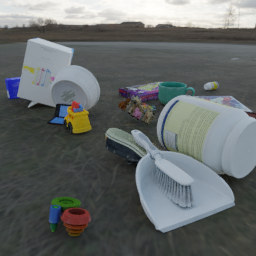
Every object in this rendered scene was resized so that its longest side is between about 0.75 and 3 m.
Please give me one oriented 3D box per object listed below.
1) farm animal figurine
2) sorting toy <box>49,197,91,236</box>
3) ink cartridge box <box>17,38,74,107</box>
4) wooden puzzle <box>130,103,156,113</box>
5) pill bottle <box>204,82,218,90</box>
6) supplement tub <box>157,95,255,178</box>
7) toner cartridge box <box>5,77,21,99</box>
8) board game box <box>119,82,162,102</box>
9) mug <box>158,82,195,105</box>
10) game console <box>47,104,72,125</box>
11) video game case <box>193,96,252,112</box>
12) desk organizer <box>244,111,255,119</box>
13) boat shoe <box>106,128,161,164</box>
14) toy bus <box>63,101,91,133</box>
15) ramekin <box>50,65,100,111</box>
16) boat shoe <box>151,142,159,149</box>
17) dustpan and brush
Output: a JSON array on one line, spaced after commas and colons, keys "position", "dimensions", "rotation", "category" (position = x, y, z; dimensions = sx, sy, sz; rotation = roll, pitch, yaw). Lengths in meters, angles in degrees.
[{"position": [0.407, -0.722, 10.537], "dimensions": [1.405, 0.733, 1.390], "rotation": [33, -1, 6], "category": "farm animal figurine"}, {"position": [-1.182, 1.739, 5.421], "dimensions": [0.690, 0.471, 1.148], "rotation": [5, 4, -30], "category": "sorting toy"}, {"position": [-3.764, -2.387, 12.836], "dimensions": [1.809, 2.889, 1.857], "rotation": [15, 19, -11], "category": "ink cartridge box"}, {"position": [0.695, -0.875, 12.232], "dimensions": [1.253, 0.088, 0.743], "rotation": [-16, 32, -39], "category": "wooden puzzle"}, {"position": [4.626, -2.337, 15.620], "dimensions": [0.757, 0.421, 0.421], "rotation": [-11, 24, -26], "category": "pill bottle"}, {"position": [2.135, 0.172, 7.458], "dimensions": [1.730, 1.730, 2.386], "rotation": [-15, 26, -34], "category": "supplement tub"}, {"position": [-5.130, -2.138, 14.373], "dimensions": [2.048, 0.973, 0.442], "rotation": [-14, 26, -33], "category": "toner cartridge box"}, {"position": [1.194, -1.947, 14.699], "dimensions": [2.915, 0.471, 1.749], "rotation": [-15, 30, -33], "category": "board game box"}, {"position": [2.110, -1.502, 12.804], "dimensions": [1.245, 0.937, 1.515], "rotation": [-16, 27, -36], "category": "mug"}, {"position": [-2.502, -0.529, 10.847], "dimensions": [1.018, 0.877, 0.604], "rotation": [7, -4, 15], "category": "game console"}, {"position": [3.959, -1.003, 12.448], "dimensions": [2.160, 0.272, 2.371], "rotation": [0, 22, -2], "category": "video game case"}, {"position": [3.192, -0.118, 9.399], "dimensions": [2.498, 0.896, 0.962], "rotation": [15, 29, 34], "category": "desk organizer"}, {"position": [0.223, 0.693, 7.718], "dimensions": [2.054, 0.639, 0.766], "rotation": [26, 24, 20], "category": "boat shoe"}, {"position": [-1.859, -0.455, 9.970], "dimensions": [0.769, 1.087, 1.133], "rotation": [-15, 25, -30], "category": "toy bus"}, {"position": [-2.212, -1.435, 11.414], "dimensions": [2.014, 2.014, 0.938], "rotation": [5, 35, 13], "category": "ramekin"}, {"position": [0.774, 0.624, 8.289], "dimensions": [0.321, 0.320, 0.866], "rotation": [4, 21, -6], "category": "boat shoe"}, {"position": [0.815, 0.921, 6.703], "dimensions": [2.086, 0.855, 2.989], "rotation": [-11, 25, -25], "category": "dustpan and brush"}]
